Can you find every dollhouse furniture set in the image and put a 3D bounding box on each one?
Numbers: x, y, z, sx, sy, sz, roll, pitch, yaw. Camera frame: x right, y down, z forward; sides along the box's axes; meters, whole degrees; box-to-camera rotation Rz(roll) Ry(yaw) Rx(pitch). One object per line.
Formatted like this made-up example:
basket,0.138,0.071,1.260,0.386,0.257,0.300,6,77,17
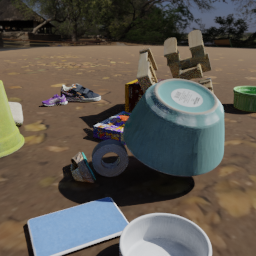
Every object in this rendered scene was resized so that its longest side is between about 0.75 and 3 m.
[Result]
dollhouse furniture set,1.918,-2.547,11.547,2.800,2.572,1.822,-11,48,20

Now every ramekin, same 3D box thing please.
ramekin,6.137,-1.441,13.860,1.852,0.905,1.852,0,21,0

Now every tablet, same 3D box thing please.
tablet,-1.024,2.049,5.860,1.940,0.132,1.262,-11,24,-24

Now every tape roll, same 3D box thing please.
tape roll,-0.496,0.839,7.779,1.012,1.012,0.334,-3,22,-9

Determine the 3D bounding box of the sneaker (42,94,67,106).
sneaker,-3.778,-1.451,14.385,1.275,0.564,0.513,-10,24,-20

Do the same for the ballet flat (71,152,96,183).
ballet flat,-1.298,1.177,7.781,0.530,0.536,1.576,-27,22,-10

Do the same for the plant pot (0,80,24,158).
plant pot,-4.904,-0.428,9.324,2.479,2.279,2.479,0,22,0

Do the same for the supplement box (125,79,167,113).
supplement box,1.213,-1.504,13.374,2.069,1.374,2.041,10,23,25

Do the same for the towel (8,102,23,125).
towel,-5.440,-0.673,12.112,1.626,0.423,2.454,4,20,-24

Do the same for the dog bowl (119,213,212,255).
dog bowl,0.621,2.193,4.815,1.546,0.609,1.546,0,21,0

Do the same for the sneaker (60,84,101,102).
sneaker,-2.587,-1.910,15.172,2.224,0.883,0.872,2,20,2

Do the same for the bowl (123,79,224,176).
bowl,1.319,-0.262,7.288,2.793,1.461,2.793,5,40,-4

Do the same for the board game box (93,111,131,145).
board game box,-0.151,-0.055,10.867,1.406,0.468,2.091,12,24,29
